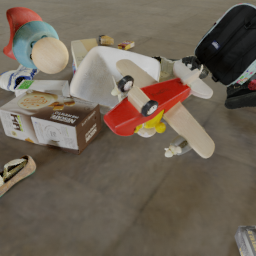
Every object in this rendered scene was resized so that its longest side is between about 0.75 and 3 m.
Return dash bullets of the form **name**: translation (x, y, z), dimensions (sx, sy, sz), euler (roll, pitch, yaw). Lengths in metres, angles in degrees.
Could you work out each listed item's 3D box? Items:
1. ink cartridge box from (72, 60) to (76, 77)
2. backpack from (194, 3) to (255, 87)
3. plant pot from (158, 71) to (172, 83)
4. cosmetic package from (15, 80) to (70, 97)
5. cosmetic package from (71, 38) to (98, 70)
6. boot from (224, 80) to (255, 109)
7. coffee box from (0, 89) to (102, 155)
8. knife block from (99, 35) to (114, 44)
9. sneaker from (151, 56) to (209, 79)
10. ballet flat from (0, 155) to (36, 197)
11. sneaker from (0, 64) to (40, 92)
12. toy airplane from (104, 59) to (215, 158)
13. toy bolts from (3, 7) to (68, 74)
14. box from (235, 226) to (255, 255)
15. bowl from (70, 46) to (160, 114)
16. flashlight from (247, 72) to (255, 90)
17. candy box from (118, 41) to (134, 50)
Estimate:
- **ink cartridge box**: translation (-1.435, -2.486, 11.465), dimensions (1.572, 0.600, 1.072), euler (-2, 35, -6)
- **backpack**: translation (2.688, -1.991, 6.703), dimensions (1.294, 1.719, 1.526), euler (-13, 59, -43)
- **plant pot**: translation (1.185, -1.579, 10.000), dimensions (1.126, 0.756, 1.126), euler (1, 35, 0)
- **cosmetic package**: translation (-2.852, -1.168, 9.480), dimensions (1.582, 0.671, 0.851), euler (0, 33, 2)
- **cosmetic package**: translation (-1.463, -2.364, 10.442), dimensions (1.004, 0.678, 1.908), euler (-12, 66, -13)
- **boot**: translation (3.844, -1.255, 9.006), dimensions (1.511, 0.569, 1.130), euler (-5, 52, 39)
- **coffee box**: translation (-2.124, -0.233, 7.871), dimensions (2.393, 0.954, 1.368), euler (13, 37, 18)
- **knife block**: translation (-1.149, -4.749, 14.959), dimensions (0.922, 0.295, 0.810), euler (5, 36, 9)
- **sneaker**: translation (1.811, -2.170, 10.760), dimensions (2.883, 0.958, 1.304), euler (11, 1, 45)
- **ballet flat**: translation (-2.805, 1.103, 6.334), dimensions (0.531, 0.524, 1.559), euler (20, 40, 26)
- **sneaker**: translation (-3.867, -1.972, 10.690), dimensions (0.902, 0.771, 2.048), euler (25, 50, 21)
- **toy airplane**: translation (0.565, -0.403, 5.148), dimensions (1.939, 1.374, 1.948), euler (14, 46, -9)
- **toy bolts**: translation (-2.674, -1.386, 5.744), dimensions (2.800, 2.675, 1.942), euler (-14, 38, -39)
- **box**: translation (2.628, 2.376, 4.624), dimensions (1.226, 0.374, 1.548), euler (0, 35, 0)
- **bowl**: translation (-0.356, -1.341, 8.975), dimensions (2.539, 0.949, 2.542), euler (14, 53, 6)
- **flashlight**: translation (4.408, -1.065, 9.047), dimensions (1.017, 1.014, 2.994), euler (-38, 37, 8)
- **candy box**: translation (-0.090, -4.216, 14.258), dimensions (0.482, 0.233, 0.825), euler (19, 37, 27)
